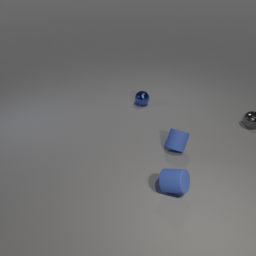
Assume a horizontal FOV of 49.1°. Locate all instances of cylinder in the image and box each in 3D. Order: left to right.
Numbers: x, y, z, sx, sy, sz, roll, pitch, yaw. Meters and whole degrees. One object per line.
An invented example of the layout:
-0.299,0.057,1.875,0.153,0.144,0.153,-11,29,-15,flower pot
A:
1.364,1.543,8.196,0.700,0.700,0.700,-3,25,34,cylinder
1.763,0.432,10.021,0.700,0.700,0.700,17,3,-1,cylinder

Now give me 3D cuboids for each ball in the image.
0.670,-1.409,13.250,0.700,0.700,0.700,0,32,0,ball
5.080,-0.340,11.486,0.700,0.700,0.700,0,32,0,ball
